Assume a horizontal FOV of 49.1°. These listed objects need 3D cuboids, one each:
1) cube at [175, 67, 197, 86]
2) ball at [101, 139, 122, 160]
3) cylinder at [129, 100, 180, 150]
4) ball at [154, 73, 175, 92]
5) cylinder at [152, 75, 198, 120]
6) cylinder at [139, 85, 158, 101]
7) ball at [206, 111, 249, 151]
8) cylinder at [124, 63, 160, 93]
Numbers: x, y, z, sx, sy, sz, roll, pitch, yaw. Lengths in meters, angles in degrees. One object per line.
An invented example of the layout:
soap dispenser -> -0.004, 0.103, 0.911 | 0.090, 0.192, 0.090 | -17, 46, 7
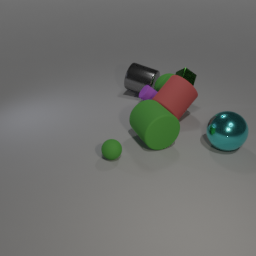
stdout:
cube -> 2.556, -2.190, 12.698 | 0.700, 0.700, 0.700 | 28, -20, -23
ball -> -0.550, 0.721, 9.447 | 0.700, 0.700, 0.700 | 0, 29, 0
cylinder -> 0.947, -0.138, 10.211 | 1.400, 1.400, 1.400 | -12, 32, -20
ball -> 1.973, -1.932, 13.563 | 1.400, 1.400, 1.400 | 0, 29, 0
cylinder -> 1.955, -1.251, 11.748 | 1.400, 1.400, 1.400 | -50, 43, -4
cylinder -> 0.981, -1.525, 13.031 | 0.700, 0.700, 0.700 | 32, 21, -22
ball -> 3.475, 0.101, 9.832 | 1.400, 1.400, 1.400 | 0, 29, 0
cylinder -> 0.714, -2.442, 14.208 | 1.400, 1.400, 1.400 | 22, 34, 15
